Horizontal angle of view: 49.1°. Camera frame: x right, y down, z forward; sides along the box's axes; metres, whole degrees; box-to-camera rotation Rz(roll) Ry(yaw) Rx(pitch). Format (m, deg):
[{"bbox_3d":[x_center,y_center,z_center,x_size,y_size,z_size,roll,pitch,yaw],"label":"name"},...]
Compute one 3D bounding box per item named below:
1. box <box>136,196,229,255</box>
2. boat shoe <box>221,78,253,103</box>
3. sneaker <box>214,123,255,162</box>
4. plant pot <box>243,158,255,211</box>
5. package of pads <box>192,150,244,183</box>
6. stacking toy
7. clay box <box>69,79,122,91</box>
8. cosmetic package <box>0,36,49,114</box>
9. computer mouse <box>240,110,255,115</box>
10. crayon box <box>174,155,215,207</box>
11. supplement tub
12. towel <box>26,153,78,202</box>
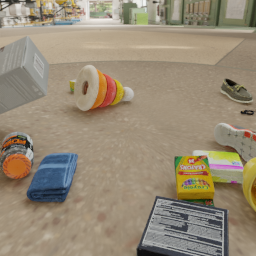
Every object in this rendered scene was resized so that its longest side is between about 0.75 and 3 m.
[{"bbox_3d":[0.867,1.774,4.268,1.220,0.752,1.210,8,26,16],"label":"box"},{"bbox_3d":[4.535,-1.575,11.736,0.699,0.585,1.957,-6,25,-12],"label":"boat shoe"},{"bbox_3d":[3.250,0.327,7.456,0.837,0.788,2.044,-5,25,-25],"label":"sneaker"},{"bbox_3d":[2.793,1.055,5.537,1.146,1.146,1.078,2,10,5],"label":"plant pot"},{"bbox_3d":[2.096,0.891,6.626,1.136,0.387,0.877,3,25,7],"label":"package of pads"},{"bbox_3d":[-0.775,-1.392,10.795,2.293,1.676,1.676,5,17,-37],"label":"stacking toy"},{"bbox_3d":[-1.409,-1.807,12.328,2.135,0.508,1.226,19,31,36],"label":"clay box"},{"bbox_3d":[-3.976,-1.338,8.406,2.997,1.351,1.601,-19,50,8],"label":"cosmetic package"},{"bbox_3d":[4.739,-0.693,10.253,1.387,0.236,0.407,-9,27,-18],"label":"computer mouse"},{"bbox_3d":[1.375,1.094,5.852,0.728,0.291,1.147,-3,45,5],"label":"crayon box"},{"bbox_3d":[-2.657,0.646,6.738,0.743,0.743,1.213,-9,26,-18],"label":"supplement tub"},{"bbox_3d":[-1.662,1.032,6.331,0.874,0.380,1.565,-1,25,-1],"label":"towel"}]
